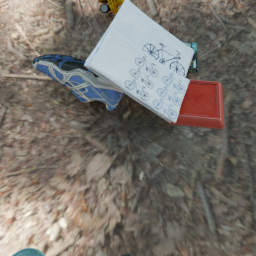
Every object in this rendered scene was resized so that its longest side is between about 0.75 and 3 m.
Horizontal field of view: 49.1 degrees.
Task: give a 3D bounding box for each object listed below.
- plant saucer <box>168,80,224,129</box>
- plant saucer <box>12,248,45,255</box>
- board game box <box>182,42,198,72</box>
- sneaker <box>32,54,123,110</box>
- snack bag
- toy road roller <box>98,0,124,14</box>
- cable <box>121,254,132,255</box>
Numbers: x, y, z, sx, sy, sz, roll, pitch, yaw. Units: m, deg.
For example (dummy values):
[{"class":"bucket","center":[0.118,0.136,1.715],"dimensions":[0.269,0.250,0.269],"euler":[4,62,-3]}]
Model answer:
[{"class":"plant saucer","center":[1.922,-0.769,7.834],"dimensions":[1.538,0.283,1.541],"euler":[6,63,3]},{"class":"plant saucer","center":[-2.042,3.189,5.537],"dimensions":[1.495,0.269,1.495],"euler":[-14,54,21]},{"class":"board game box","center":[1.787,-2.221,8.658],"dimensions":[0.721,0.150,1.065],"euler":[5,63,0]},{"class":"sneaker","center":[-1.351,-1.254,7.503],"dimensions":[2.646,1.019,1.002],"euler":[20,28,5]},{"class":"snack bag","center":[0.569,-1.877,7.466],"dimensions":[2.681,0.304,2.844],"euler":[32,59,-14]},{"class":"toy road roller","center":[-0.563,-4.274,9.174],"dimensions":[0.748,0.630,1.025],"euler":[-14,104,21]},{"class":"cable","center":[-0.426,2.959,5.938],"dimensions":[1.072,0.270,0.521],"euler":[-16,21,-25]}]
